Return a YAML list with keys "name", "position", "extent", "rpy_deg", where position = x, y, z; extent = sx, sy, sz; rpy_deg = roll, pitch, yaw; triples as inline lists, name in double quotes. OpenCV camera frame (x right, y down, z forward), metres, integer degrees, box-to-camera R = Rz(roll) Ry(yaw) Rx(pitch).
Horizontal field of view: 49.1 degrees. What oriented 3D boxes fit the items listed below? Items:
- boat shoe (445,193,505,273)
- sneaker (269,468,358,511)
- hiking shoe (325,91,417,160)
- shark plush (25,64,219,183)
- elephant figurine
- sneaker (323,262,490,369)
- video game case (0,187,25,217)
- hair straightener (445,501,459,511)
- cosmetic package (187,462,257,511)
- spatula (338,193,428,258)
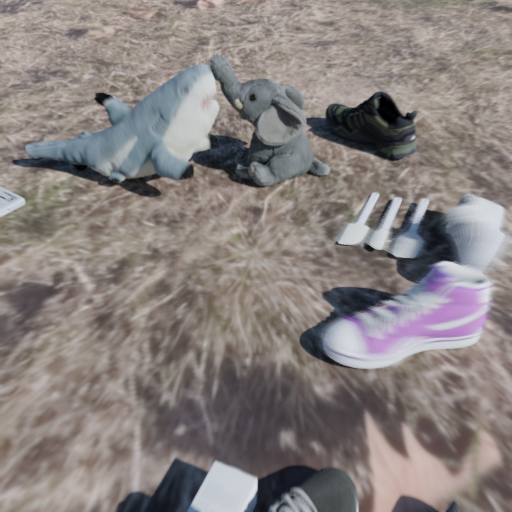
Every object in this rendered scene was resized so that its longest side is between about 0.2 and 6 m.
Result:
- name: "boat shoe"
  position: [3.576, -0.447, 9.399]
  extent: [0.849, 0.862, 2.431]
  rpy_deg: [31, 37, 7]
- name: "sneaker"
  position: [0.258, 2.651, 5.241]
  extent: [0.879, 1.352, 2.342]
  rpy_deg: [28, 46, 31]
- name: "hiking shoe"
  position: [2.678, -3.256, 12.923]
  extent: [0.981, 1.304, 2.590]
  rpy_deg: [-29, 46, -32]
- name: "shark plush"
  position: [-2.657, -2.615, 11.501]
  extent: [4.303, 1.792, 1.955]
  rpy_deg: [-1, 32, 28]
- name: "elephant figurine"
  position: [0.304, -2.778, 11.333]
  extent: [1.930, 2.488, 1.761]
  rpy_deg: [-24, 44, -28]
- name: "sneaker"
  position: [2.093, 0.703, 7.775]
  extent: [2.397, 1.367, 0.869]
  rpy_deg: [-11, 41, -12]
- name: "video game case"
  position: [-5.593, -0.995, 10.933]
  extent: [1.559, 0.172, 1.419]
  rpy_deg: [24, 43, 26]
- name: "hair straightener"
  position: [1.307, 3.306, 5.211]
  extent: [0.997, 0.530, 2.591]
  rpy_deg: [28, 50, 32]
- name: "cosmetic package"
  position: [-0.344, 2.651, 5.923]
  extent: [0.519, 0.520, 0.630]
  rpy_deg: [16, 41, 19]
- name: "spatula"
  position: [2.489, -0.617, 10.441]
  extent: [1.384, 0.160, 1.990]
  rpy_deg: [9, 36, 24]
